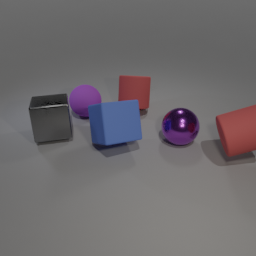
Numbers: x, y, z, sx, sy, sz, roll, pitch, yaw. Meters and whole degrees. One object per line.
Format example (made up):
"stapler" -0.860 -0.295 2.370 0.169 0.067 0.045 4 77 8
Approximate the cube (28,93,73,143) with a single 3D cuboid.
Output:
"cube" -2.950 -0.419 10.820 1.400 1.400 1.400 -7 25 -11

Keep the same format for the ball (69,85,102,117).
"ball" -1.858 -1.190 12.230 1.400 1.400 1.400 0 32 0

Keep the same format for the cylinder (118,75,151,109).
"cylinder" 0.279 -1.611 12.487 1.400 1.400 1.400 3 10 0

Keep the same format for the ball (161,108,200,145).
"ball" 1.949 -0.057 10.427 1.400 1.400 1.400 0 32 0

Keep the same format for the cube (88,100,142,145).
"cube" -0.484 -0.211 9.985 1.400 1.400 1.400 -8 4 -26

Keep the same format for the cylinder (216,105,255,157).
"cylinder" 3.725 0.083 9.037 1.400 1.400 1.400 -16 30 11
